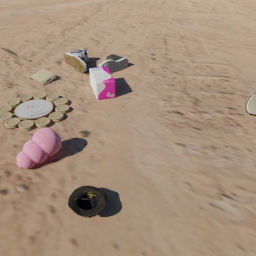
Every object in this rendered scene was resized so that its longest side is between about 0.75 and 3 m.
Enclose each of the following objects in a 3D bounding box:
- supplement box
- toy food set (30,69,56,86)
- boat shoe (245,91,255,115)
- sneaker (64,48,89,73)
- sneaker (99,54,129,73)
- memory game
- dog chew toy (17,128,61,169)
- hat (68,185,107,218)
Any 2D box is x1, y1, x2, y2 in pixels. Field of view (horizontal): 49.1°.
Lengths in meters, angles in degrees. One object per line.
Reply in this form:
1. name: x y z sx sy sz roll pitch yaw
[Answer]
1. supplement box: -1.156 -2.020 12.439 0.832 0.850 1.645 -8 34 -14
2. toy food set: -4.137 -2.432 13.568 1.118 0.338 0.802 25 53 33
3. boat shoe: 5.323 -1.092 11.470 2.244 0.815 0.704 -34 4 -32
4. sneaker: -2.416 -3.630 14.844 1.214 0.784 2.238 -24 38 -27
5. sneaker: -0.965 -3.362 14.597 0.970 0.691 1.956 25 37 35
6. memory game: -3.716 -0.725 11.147 2.800 0.178 2.800 1 34 0
7. dog chew toy: -2.742 0.664 8.525 0.902 0.902 1.448 29 63 35
8. hat: -1.010 1.943 7.051 1.081 0.436 1.081 4 28 -2
